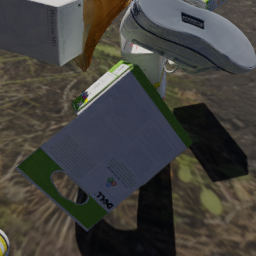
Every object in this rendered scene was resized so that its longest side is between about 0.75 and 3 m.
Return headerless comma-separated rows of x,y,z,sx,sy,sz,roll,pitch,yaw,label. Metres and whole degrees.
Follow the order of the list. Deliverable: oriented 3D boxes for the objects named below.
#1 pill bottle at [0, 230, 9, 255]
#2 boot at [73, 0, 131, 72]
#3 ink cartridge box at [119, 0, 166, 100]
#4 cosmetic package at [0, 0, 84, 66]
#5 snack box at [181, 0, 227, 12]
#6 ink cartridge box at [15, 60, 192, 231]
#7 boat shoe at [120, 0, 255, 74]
-1.662,1.493,2.879,0.570,1.023,0.570,-1,99,-6,pill bottle
-0.671,-2.539,6.841,1.858,2.595,0.913,-42,82,-14,boot
0.457,-1.598,6.847,0.856,2.536,1.477,2,49,12,ink cartridge box
-1.964,-2.069,5.366,2.094,1.127,0.888,18,38,16,cosmetic package
2.216,-4.301,8.457,1.335,0.497,1.878,-39,54,-4,snack box
-0.463,0.332,5.700,2.826,2.089,1.071,-40,24,-1,ink cartridge box
1.196,-1.633,5.775,3.027,1.290,1.118,10,69,-27,boat shoe
